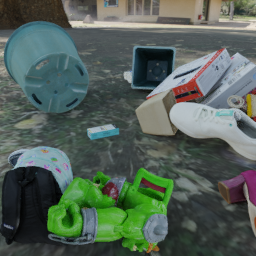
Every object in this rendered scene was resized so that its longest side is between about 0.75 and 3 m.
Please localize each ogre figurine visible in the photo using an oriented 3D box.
[{"bbox_3d":[-0.120,1.229,4.446,1.531,1.253,2.554,9,-19,8],"label":"ogre figurine"}]

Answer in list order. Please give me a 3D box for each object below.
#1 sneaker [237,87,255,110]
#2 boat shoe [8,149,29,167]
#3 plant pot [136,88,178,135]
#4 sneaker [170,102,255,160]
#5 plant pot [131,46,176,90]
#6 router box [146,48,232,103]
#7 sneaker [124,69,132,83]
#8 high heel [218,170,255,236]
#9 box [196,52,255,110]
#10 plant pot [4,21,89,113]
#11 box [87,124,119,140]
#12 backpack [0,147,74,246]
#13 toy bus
[{"bbox_3d":[5.188,-1.095,9.818,2.658,1.069,1.175,15,34,33],"label":"sneaker"},{"bbox_3d":[-2.133,0.864,6.279,1.435,0.508,0.652,6,21,9],"label":"boat shoe"},{"bbox_3d":[0.893,-0.411,8.469,1.000,1.128,1.129,-13,18,28],"label":"plant pot"},{"bbox_3d":[2.313,-0.185,7.035,2.678,1.185,1.008,23,71,22],"label":"sneaker"},{"bbox_3d":[1.250,-2.655,12.747,1.808,1.813,1.846,5,9,12],"label":"plant pot"},{"bbox_3d":[2.190,-1.720,10.026,2.233,0.608,2.489,-14,24,49],"label":"router box"},{"bbox_3d":[0.421,-2.631,14.066,0.978,0.538,1.336,-12,21,-15],"label":"sneaker"},{"bbox_3d":[2.537,1.351,4.812,1.096,0.768,2.279,-14,22,-4],"label":"high heel"},{"bbox_3d":[3.377,-1.527,9.830,0.578,2.189,2.808,45,22,-11],"label":"box"},{"bbox_3d":[-2.952,-2.166,10.517,2.996,2.996,2.934,-10,34,-22],"label":"plant pot"},{"bbox_3d":[-0.738,0.107,8.351,0.883,0.217,0.363,-11,26,-23],"label":"box"},{"bbox_3d":[-1.414,1.090,4.548,1.272,1.525,0.965,-2,24,-1],"label":"backpack"},{"bbox_3d":[4.266,-0.400,8.409,1.966,1.076,2.083,-34,64,-12],"label":"toy bus"}]
